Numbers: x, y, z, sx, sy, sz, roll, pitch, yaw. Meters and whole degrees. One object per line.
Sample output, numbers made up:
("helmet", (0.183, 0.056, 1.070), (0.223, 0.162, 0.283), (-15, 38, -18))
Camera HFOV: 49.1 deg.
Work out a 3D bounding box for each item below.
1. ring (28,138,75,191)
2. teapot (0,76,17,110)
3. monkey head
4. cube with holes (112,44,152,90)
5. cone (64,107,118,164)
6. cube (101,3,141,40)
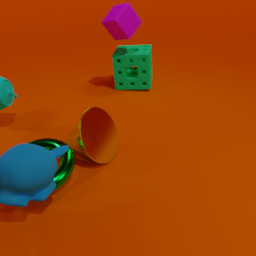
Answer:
("ring", (-1.789, 0.757, 5.605), (1.475, 0.295, 1.475), (-5, 41, 4))
("teapot", (-3.307, -0.902, 7.150), (0.740, 0.940, 1.512), (-1, -2, 6))
("monkey head", (-1.753, 0.697, 4.618), (1.568, 0.945, 1.128), (-9, 12, -42))
("cube with holes", (0.206, -2.229, 10.213), (1.263, 1.263, 1.263), (0, 31, 9))
("cone", (-1.104, 0.279, 6.462), (1.272, 1.267, 1.267), (-14, 18, 34))
("cube", (-0.210, -3.427, 9.080), (0.786, 0.786, 0.786), (17, 69, 49))
